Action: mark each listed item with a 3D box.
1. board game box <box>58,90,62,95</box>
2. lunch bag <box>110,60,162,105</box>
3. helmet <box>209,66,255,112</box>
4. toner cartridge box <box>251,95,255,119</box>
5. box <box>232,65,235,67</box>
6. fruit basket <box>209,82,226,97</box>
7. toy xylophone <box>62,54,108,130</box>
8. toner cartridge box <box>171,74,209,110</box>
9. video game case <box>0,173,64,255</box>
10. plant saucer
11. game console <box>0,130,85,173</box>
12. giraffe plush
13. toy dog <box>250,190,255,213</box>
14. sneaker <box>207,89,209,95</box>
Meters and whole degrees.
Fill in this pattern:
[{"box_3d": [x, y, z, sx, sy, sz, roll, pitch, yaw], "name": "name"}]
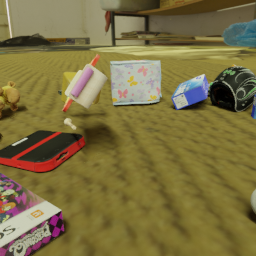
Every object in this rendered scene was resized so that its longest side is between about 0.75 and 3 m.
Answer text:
[{"box_3d": [-2.634, -1.728, 13.528, 1.234, 0.174, 0.835, -12, 24, -30], "name": "board game box"}, {"box_3d": [0.334, -1.923, 11.758, 2.097, 1.778, 1.333, -4, 17, -2], "name": "lunch bag"}, {"box_3d": [4.289, -1.560, 11.122, 1.705, 1.789, 1.789, -29, 31, -23], "name": "helmet"}, {"box_3d": [5.325, -0.696, 9.805, 1.731, 0.822, 0.374, 4, 22, 12], "name": "toner cartridge box"}, {"box_3d": [5.730, -2.234, 13.276, 1.697, 0.591, 2.851, 31, 24, -3], "name": "box"}, {"box_3d": [4.365, -1.758, 12.468, 1.362, 0.639, 1.262, -9, 38, 6], "name": "fruit basket"}, {"box_3d": [-1.187, -0.829, 6.900, 0.584, 1.703, 2.326, 32, -9, -16], "name": "toy xylophone"}, {"box_3d": [2.685, -1.579, 11.856, 1.266, 0.575, 2.665, -20, 12, 23], "name": "toner cartridge box"}, {"box_3d": [-2.894, 1.505, 4.293, 2.844, 0.509, 2.578, 16, 26, 37], "name": "video game case"}, {"box_3d": [-1.538, -1.247, 9.468, 1.335, 1.335, 0.323, 0, 51, -17], "name": "plant saucer"}, {"box_3d": [-2.247, 0.541, 7.317, 1.733, 0.304, 1.959, 4, 20, 22], "name": "game console"}, {"box_3d": [-4.632, -1.124, 10.319, 1.726, 1.489, 1.400, 35, 25, 31], "name": "giraffe plush"}, {"box_3d": [2.608, 1.636, 3.509, 1.694, 1.237, 2.569, -4, 6, 10], "name": "toy dog"}, {"box_3d": [4.286, -1.831, 13.210, 1.381, 0.588, 0.532, 7, 21, 19], "name": "sneaker"}]
